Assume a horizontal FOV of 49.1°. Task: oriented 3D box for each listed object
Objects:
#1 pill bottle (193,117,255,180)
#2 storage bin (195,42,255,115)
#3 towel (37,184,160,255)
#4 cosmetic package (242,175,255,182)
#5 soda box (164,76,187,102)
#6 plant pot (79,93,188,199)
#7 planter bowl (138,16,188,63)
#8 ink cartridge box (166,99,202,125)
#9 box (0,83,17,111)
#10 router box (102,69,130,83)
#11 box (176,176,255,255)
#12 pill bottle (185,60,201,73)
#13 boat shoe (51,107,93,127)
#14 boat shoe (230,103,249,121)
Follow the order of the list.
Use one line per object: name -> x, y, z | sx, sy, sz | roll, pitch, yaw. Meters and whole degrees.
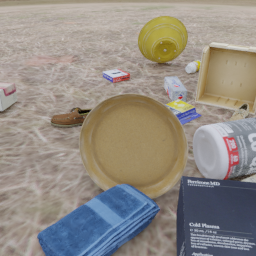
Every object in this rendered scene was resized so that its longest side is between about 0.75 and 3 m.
pill bottle -> 3.521, 0.525, 8.206 | 2.844, 1.620, 1.620 | -9, 32, -15
storage bin -> 4.445, -2.184, 12.005 | 2.538, 2.519, 1.189 | 16, 30, 25
towel -> -0.635, 2.160, 6.355 | 2.569, 0.623, 1.434 | -26, 37, -35
cosmetic package -> 3.379, 1.662, 7.430 | 1.259, 0.460, 0.652 | -16, 34, -24
soda box -> 2.217, -1.851, 13.269 | 0.643, 0.598, 1.884 | -3, 31, -6
plant pot -> 0.122, 0.502, 7.268 | 2.839, 2.839, 0.390 | 8, 13, 13
planter bowl -> 2.083, -4.781, 16.259 | 2.993, 2.993, 1.246 | -1, 45, -1
ink cartridge box -> 2.117, -0.682, 11.587 | 1.340, 0.319, 1.356 | -23, 35, -34
box -> -5.545, -1.354, 11.939 | 1.006, 0.858, 1.574 | 0, 20, 0
router box -> -0.642, -2.864, 15.263 | 1.079, 0.294, 1.202 | -18, 33, -28
box -> 2.289, 2.296, 5.444 | 2.596, 1.351, 2.364 | 5, 32, 7
pill bottle -> 3.763, -3.495, 16.074 | 0.595, 0.595, 1.054 | 25, 38, 36
boat shoe -> -1.981, -0.485, 10.841 | 2.049, 0.696, 0.737 | -3, 31, -4
boat shoe -> 4.459, -0.553, 11.154 | 0.516, 0.464, 1.430 | 22, 41, 32
